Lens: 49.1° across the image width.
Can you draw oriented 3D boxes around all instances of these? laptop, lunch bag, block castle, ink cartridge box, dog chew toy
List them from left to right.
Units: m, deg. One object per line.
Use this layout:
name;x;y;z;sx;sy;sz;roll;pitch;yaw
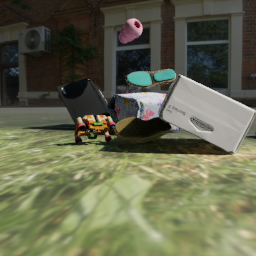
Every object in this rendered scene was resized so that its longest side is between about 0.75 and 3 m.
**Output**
laptop;-1.563;-0.871;11.766;1.223;2.099;2.368;-31;-14;7
block castle;-0.859;0.078;7.283;1.019;0.681;0.478;-2;43;-27
dog chew toy;0.030;-3.628;10.666;0.707;0.707;1.135;-4;-13;-36
lunch bag;0.580;-0.605;10.415;1.994;1.495;2.352;-5;17;-30
ink cartridge box;1.750;-0.382;6.961;1.814;1.047;2.493;26;7;3

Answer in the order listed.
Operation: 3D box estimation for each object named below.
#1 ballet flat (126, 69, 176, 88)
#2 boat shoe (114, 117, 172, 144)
ballet flat;0.977;-2.078;12.321;2.306;0.813;0.753;-6;-16;-13
boat shoe;0.376;0.118;7.699;1.968;0.619;0.718;-11;56;-44
